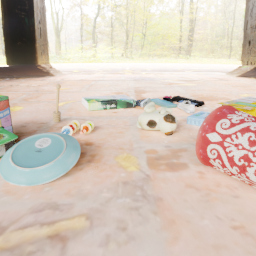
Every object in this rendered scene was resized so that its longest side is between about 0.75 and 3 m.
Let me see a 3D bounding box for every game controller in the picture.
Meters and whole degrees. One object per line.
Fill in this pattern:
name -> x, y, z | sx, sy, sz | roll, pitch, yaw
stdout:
game controller -> 3.159, -1.399, 14.736 | 1.697, 0.357, 0.885 | 10, 3, -12

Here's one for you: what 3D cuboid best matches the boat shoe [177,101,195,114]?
boat shoe -> 2.962, -1.143, 14.205 | 0.566, 0.517, 1.573 | 7, 16, -9

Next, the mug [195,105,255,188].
mug -> 3.390, 0.564, 6.748 | 2.331, 1.752, 2.626 | -12, 24, -29

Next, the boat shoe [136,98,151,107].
boat shoe -> 0.829, -1.457, 15.528 | 0.522, 0.407, 1.150 | 14, 23, 26

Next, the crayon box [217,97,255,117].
crayon box -> 5.638, -0.886, 13.172 | 2.699, 0.696, 1.697 | -12, 20, -36

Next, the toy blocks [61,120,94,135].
toy blocks -> -1.906, 0.063, 10.488 | 1.014, 0.442, 1.217 | 3, 17, 10

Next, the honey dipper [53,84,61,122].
honey dipper -> -2.958, -1.047, 11.707 | 0.339, 1.785, 0.339 | 8, 35, -6

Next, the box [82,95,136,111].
box -> -1.091, -1.416, 15.308 | 2.600, 0.473, 1.877 | -7, 18, -18

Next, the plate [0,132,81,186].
plate -> -2.387, 0.680, 7.569 | 2.189, 0.280, 2.189 | -5, 36, 3

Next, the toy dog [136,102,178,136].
toy dog -> 1.208, -0.311, 10.753 | 1.508, 1.052, 1.462 | 19, 26, 42

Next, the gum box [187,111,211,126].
gum box -> 3.545, -0.344, 11.964 | 1.594, 0.355, 1.354 | 14, 22, 38

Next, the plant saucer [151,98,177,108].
plant saucer -> 1.905, -1.395, 15.746 | 0.740, 0.201, 2.117 | -8, 17, -23

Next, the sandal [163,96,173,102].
sandal -> 2.356, -1.791, 16.705 | 0.629, 0.377, 1.674 | 0, 17, -1

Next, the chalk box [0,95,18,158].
chalk box -> -4.670, 0.014, 8.205 | 2.995, 1.856, 1.869 | 7, 19, 24
